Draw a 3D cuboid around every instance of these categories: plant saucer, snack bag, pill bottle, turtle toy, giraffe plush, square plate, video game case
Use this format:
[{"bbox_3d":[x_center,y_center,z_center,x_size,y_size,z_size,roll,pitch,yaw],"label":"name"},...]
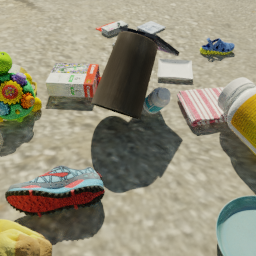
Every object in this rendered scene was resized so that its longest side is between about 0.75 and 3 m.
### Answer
[{"bbox_3d":[3.149,2.606,6.391,2.302,0.315,2.302,0,44,0],"label":"plant saucer"},{"bbox_3d":[1.222,-5.298,14.792,1.171,0.125,1.104,-35,54,-30],"label":"snack bag"},{"bbox_3d":[4.029,-0.144,8.190,1.685,1.685,2.988,-17,48,-17],"label":"pill bottle"},{"bbox_3d":[-3.974,-1.337,9.258,1.765,1.224,2.422,-22,92,-21],"label":"turtle toy"},{"bbox_3d":[-3.155,2.704,5.190,2.816,2.430,2.284,22,69,8],"label":"giraffe plush"},{"bbox_3d":[1.973,-2.445,11.748,1.431,0.205,1.445,4,44,5],"label":"square plate"},{"bbox_3d":[0.990,-0.941,9.353,0.673,1.215,0.673,4,77,-15],"label":"pill bottle"},{"bbox_3d":[0.696,-2.938,9.417,1.319,0.175,1.846,17,10,-46],"label":"video game case"}]

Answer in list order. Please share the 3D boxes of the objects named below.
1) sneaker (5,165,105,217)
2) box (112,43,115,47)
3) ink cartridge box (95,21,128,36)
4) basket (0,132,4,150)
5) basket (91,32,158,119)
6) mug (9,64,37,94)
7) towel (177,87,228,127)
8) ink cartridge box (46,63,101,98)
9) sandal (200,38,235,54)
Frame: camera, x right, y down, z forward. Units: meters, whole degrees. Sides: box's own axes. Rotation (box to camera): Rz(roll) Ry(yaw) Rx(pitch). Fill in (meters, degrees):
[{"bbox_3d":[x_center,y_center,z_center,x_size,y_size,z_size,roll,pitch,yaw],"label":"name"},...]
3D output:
[{"bbox_3d":[-1.855,1.532,7.236,2.391,0.948,1.142,-2,34,-14],"label":"sneaker"},{"bbox_3d":[0.181,-3.830,13.119,1.522,0.304,1.042,-24,49,-23],"label":"box"},{"bbox_3d":[-0.860,-5.347,14.727,1.346,0.293,1.169,-31,53,-28],"label":"ink cartridge box"},{"bbox_3d":[-4.212,0.254,8.377,0.674,0.995,0.614,0,39,0],"label":"basket"},{"bbox_3d":[-0.035,-1.620,8.759,1.593,2.343,2.112,18,1,-20],"label":"basket"},{"bbox_3d":[-4.157,-1.629,10.352,1.316,1.054,1.080,-9,52,0],"label":"mug"},{"bbox_3d":[3.084,-0.806,9.982,2.350,0.352,1.720,-5,45,-10],"label":"towel"},{"bbox_3d":[-1.652,-1.853,10.780,2.623,0.660,1.429,3,44,4],"label":"ink cartridge box"},{"bbox_3d":[4.124,-3.774,12.798,1.599,0.696,0.636,-4,42,-7],"label":"sandal"}]
